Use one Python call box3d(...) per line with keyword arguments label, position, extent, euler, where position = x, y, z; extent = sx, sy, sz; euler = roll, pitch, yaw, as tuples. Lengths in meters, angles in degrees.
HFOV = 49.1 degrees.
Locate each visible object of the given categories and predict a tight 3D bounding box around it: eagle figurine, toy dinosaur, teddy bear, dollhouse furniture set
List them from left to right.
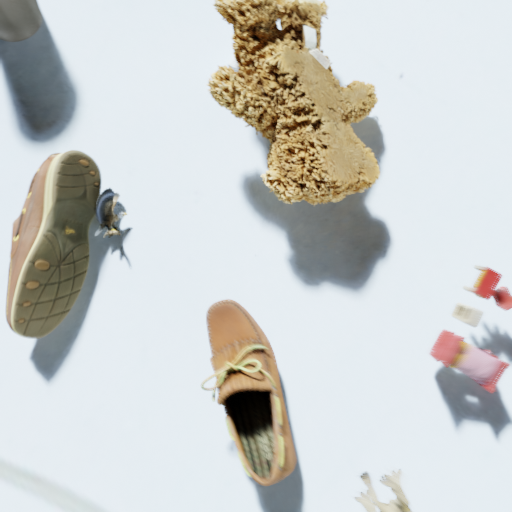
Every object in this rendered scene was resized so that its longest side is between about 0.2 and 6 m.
box3d(label="eagle figurine", position=(-2.483, -0.713, 9.496), extent=(0.581, 0.584, 0.769), euler=(-17, 90, -47))
box3d(label="teddy bear", position=(0.612, -2.766, 9.457), extent=(2.986, 1.375, 4.118), euler=(-31, 91, -35))
box3d(label="toy dinosaur", position=(1.860, 3.482, 7.241), extent=(0.691, 2.373, 1.200), euler=(-29, 89, 8))
box3d(label="dollhouse furniture set", position=(3.467, 1.082, 8.497), extent=(0.890, 0.673, 1.655), euler=(27, 92, -7))

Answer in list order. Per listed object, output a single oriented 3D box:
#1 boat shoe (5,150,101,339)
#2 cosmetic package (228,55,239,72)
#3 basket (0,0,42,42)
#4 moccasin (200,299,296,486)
box3d(label="boat shoe", position=(-3.423, -0.206, 9.174), extent=(1.045, 1.114, 3.096), euler=(3, 77, 36))
box3d(label="cosmetic package", position=(-0.024, -3.476, 10.212), extent=(0.669, 0.668, 0.811), euler=(27, 76, 7))
box3d(label="basket", position=(-4.637, -4.849, 9.988), extent=(1.257, 1.848, 1.666), euler=(5, 75, 0))
box3d(label="moccasin", position=(-0.192, 1.981, 8.366), extent=(1.019, 1.075, 2.786), euler=(-15, 74, 11))
